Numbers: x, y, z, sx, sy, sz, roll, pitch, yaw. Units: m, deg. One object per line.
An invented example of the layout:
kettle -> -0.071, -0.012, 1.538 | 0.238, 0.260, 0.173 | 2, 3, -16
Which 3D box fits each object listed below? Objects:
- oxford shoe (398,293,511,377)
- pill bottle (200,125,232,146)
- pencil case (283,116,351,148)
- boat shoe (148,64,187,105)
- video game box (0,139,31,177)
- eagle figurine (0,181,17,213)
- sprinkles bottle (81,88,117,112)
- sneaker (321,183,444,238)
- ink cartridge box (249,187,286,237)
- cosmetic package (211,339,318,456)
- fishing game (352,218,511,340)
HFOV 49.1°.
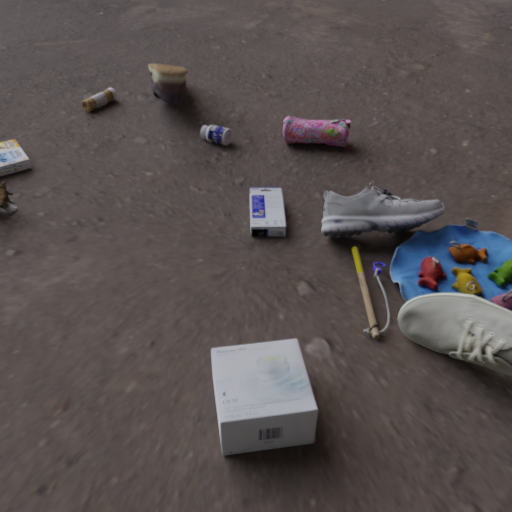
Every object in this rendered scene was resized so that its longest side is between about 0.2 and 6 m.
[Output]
oxford shoe -> 2.998, 1.087, 7.308 | 2.447, 0.920, 0.707 | 16, 23, 32
pill bottle -> -0.907, -2.727, 12.593 | 0.646, 0.387, 0.387 | 17, 42, 21
pencil case -> 1.339, -2.776, 12.462 | 1.483, 0.648, 0.648 | 5, 40, 7
boat shoe -> -2.204, -4.306, 14.045 | 0.996, 0.897, 2.769 | 2, 19, -15
video game box -> -5.434, -2.042, 11.865 | 0.996, 0.256, 1.094 | -21, 44, -28
eagle figurine -> -5.049, -1.015, 10.340 | 1.019, 0.769, 0.773 | -22, 7, 8
sprinkles bottle -> -3.941, -3.930, 14.105 | 0.320, 0.320, 0.937 | 24, 45, 26
sneaker -> 2.198, -0.875, 9.733 | 2.180, 0.815, 0.894 | -5, 81, -5
ink cartridge box -> 0.199, -0.830, 10.389 | 0.639, 0.252, 1.284 | 0, 41, 0
cosmetic package -> 0.067, 1.709, 6.936 | 1.139, 0.703, 1.143 | -6, 38, -7
fishing game -> 3.490, 0.286, 8.778 | 3.831, 0.596, 2.743 | 1, 43, 3
